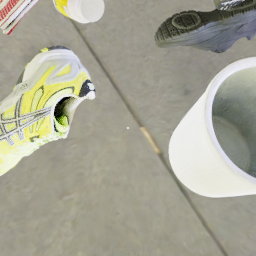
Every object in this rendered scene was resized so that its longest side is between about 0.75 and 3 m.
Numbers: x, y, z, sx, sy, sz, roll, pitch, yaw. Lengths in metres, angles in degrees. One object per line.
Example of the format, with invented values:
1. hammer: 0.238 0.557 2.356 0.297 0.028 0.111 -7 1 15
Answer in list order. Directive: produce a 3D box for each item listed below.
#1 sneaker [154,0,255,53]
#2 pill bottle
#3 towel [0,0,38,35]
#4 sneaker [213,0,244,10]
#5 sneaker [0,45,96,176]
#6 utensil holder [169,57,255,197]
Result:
1. sneaker: 1.788 -2.105 6.302 2.387 1.083 0.906 -10 51 14
2. pill bottle: -1.248 -3.194 7.136 0.865 0.865 1.539 -39 45 -11
3. towel: -2.052 -2.993 5.785 1.808 0.286 2.510 -42 43 10
4. sneaker: 1.909 -2.396 4.792 1.146 0.423 0.459 -26 92 -15
5. sneaker: -1.487 -0.053 4.274 0.942 0.929 2.465 47 109 20
6. utensil holder: 2.071 0.256 5.398 2.174 2.558 2.174 2 72 -5
